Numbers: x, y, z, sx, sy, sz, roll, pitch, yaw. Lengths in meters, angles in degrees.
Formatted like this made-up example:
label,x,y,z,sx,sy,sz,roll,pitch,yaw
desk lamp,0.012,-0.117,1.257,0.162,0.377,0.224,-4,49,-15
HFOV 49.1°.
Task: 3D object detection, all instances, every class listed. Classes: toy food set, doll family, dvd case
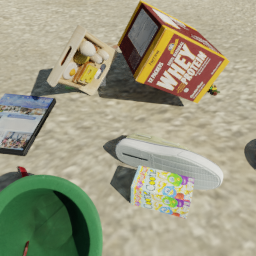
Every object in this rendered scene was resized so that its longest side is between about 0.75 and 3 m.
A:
label,x,y,z,sx,sy,sz,roll,pitch,yaw
toy food set,-1.207,-1.839,8.335,0.730,1.735,2.418,35,10,16
doll family,2.638,-1.375,9.638,1.071,0.420,0.619,1,45,9
dvd case,-3.410,-0.195,8.397,1.792,0.220,2.512,6,41,5

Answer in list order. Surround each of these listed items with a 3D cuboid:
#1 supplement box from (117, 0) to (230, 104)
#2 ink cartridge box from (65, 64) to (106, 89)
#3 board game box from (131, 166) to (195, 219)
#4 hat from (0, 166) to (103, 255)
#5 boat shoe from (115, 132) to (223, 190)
label,x,y,z,sx,sy,sz,roll,pitch,yaw
supplement box,1.264,-2.320,8.566,2.342,1.577,2.375,15,34,-28
ink cartridge box,-1.552,-1.986,10.138,1.456,0.611,1.054,-5,41,-6
board game box,0.756,1.407,6.225,1.274,0.656,0.668,11,42,12
hat,-1.545,1.902,5.937,2.126,2.259,2.567,-11,84,-2
boat shoe,0.998,0.663,6.872,2.715,0.977,0.842,18,42,23
